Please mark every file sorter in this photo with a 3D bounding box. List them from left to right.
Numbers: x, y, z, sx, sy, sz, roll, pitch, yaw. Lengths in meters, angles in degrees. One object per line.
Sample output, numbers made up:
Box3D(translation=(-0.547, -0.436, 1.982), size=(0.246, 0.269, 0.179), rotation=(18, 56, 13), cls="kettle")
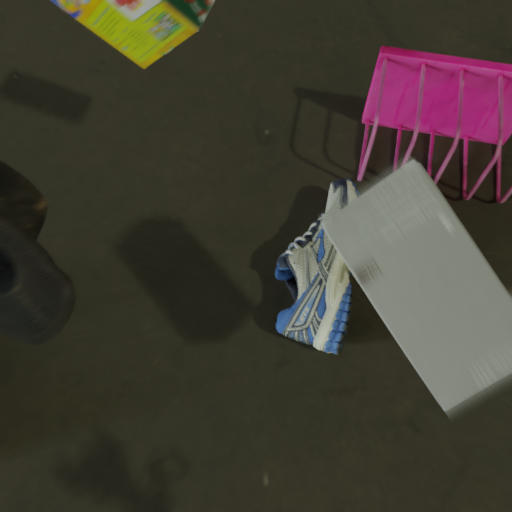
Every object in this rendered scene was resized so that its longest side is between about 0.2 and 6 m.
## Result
Box3D(translation=(2.715, -1.773, 8.095), size=(2.279, 1.584, 1.429), rotation=(10, 67, 5), cls="file sorter")

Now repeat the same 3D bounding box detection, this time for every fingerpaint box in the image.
Box3D(translation=(-1.318, -2.753, 5.886), size=(1.279, 1.533, 0.562), rotation=(31, 76, -28), cls="fingerpaint box")

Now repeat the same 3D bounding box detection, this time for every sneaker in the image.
Box3D(translation=(0.813, -0.004, 7.561), size=(1.081, 0.977, 2.537), rotation=(8, 63, 9), cls="sneaker")

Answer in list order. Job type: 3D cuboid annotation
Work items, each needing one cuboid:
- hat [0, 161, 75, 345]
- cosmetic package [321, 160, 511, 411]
Box3D(translation=(-2.667, -0.333, 5.066), size=(2.620, 2.620, 1.057), rotation=(16, 49, 8), cls="hat")
Box3D(translation=(1.289, 0.217, 4.247), size=(0.872, 0.736, 1.632), rotation=(-35, 83, 8), cls="cosmetic package")
